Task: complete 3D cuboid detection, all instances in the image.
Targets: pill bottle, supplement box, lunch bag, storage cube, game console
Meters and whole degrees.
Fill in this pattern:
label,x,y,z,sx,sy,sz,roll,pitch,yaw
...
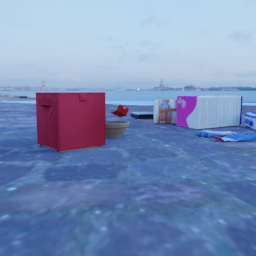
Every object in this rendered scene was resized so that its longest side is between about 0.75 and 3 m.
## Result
label,x,y,z,sx,sy,sz,roll,pitch,yaw
pill bottle,2.277,-0.789,13.417,2.034,1.141,1.141,0,7,0
supplement box,3.571,-0.746,12.300,2.679,1.384,1.356,-6,10,-30
lunch bag,5.675,-0.323,11.505,1.590,0.750,1.985,-1,6,8
storage cube,-1.584,-0.256,7.848,1.683,1.513,1.439,-5,9,-40
game console,-0.437,-0.942,15.422,0.767,0.661,0.455,24,2,-42

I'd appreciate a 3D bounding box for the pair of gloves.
label,x,y,z,sx,sy,sz,roll,pitch,yaw
pair of gloves,3.217,0.218,9.287,1.510,0.214,1.879,-3,8,-21

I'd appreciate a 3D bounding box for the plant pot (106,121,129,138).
label,x,y,z,sx,sy,sz,roll,pitch,yaw
plant pot,-0.502,0.040,9.511,1.086,0.501,1.086,0,7,0

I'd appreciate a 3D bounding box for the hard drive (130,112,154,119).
label,x,y,z,sx,sy,sz,roll,pitch,yaw
hard drive,0.945,-0.747,16.516,1.220,0.288,1.749,-2,8,-14
